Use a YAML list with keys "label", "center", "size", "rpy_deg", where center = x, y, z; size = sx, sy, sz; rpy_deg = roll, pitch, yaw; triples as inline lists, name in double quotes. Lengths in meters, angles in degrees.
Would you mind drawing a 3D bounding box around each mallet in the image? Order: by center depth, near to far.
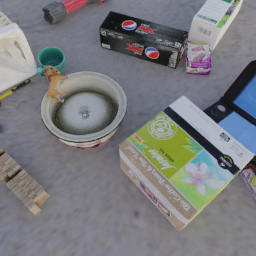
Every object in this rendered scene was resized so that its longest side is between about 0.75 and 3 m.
- label: "mallet"
  center: [-3.859, -1.133, 9.232]
  size: [1.549, 0.319, 0.510]
  rpy_deg: [-31, 64, -21]

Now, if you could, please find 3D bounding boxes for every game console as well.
- label: "game console"
  center: [3.808, -0.340, 7.856]
  size: [2.763, 1.640, 2.381]
  rpy_deg: [42, 46, 22]

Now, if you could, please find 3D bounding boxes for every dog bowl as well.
- label: "dog bowl"
  center: [-1.278, -0.476, 8.449]
  size: [2.508, 0.925, 2.508]
  rpy_deg: [0, 60, 0]

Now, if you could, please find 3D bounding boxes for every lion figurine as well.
- label: "lion figurine"
  center: [-2.150, -1.255, 8.185]
  size: [0.696, 0.412, 1.136]
  rpy_deg: [8, 74, -26]

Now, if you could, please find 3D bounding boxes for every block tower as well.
- label: "block tower"
  center: [-3.034, 1.338, 7.566]
  size: [2.179, 0.588, 0.630]
  rpy_deg: [39, 68, 20]

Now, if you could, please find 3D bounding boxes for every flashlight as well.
- label: "flashlight"
  center: [-1.962, -5.064, 11.145]
  size: [2.867, 0.971, 0.974]
  rpy_deg: [-37, 65, -21]

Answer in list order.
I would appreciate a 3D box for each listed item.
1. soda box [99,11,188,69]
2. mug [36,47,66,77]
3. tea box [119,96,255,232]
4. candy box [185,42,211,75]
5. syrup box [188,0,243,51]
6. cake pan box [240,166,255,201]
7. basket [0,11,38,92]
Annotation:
- label: "soda box"
  center: [0.533, -3.156, 10.008]
  size: [2.985, 0.945, 1.056]
  rpy_deg: [20, 60, 11]
- label: "mug"
  center: [-2.667, -2.200, 9.575]
  size: [1.060, 0.655, 0.871]
  rpy_deg: [-20, 71, -14]
- label: "tea box"
  center: [1.378, 0.887, 7.247]
  size: [2.324, 1.578, 2.362]
  rpy_deg: [-38, 67, -19]
- label: "candy box"
  center: [2.483, -2.474, 9.944]
  size: [0.833, 0.373, 1.221]
  rpy_deg: [4, 59, 3]
- label: "syrup box"
  center: [3.396, -4.300, 10.609]
  size: [1.062, 1.098, 2.697]
  rpy_deg: [29, 65, 15]
- label: "cake pan box"
  center: [3.757, 1.485, 7.672]
  size: [0.972, 0.276, 1.055]
  rpy_deg: [-16, 60, -11]
- label: "basket"
  center: [-4.744, -2.286, 8.977]
  size: [2.861, 1.939, 1.765]
  rpy_deg: [-32, 60, -17]
